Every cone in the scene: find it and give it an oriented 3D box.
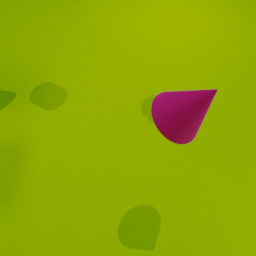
[{"bbox_3d":[1.114,-0.391,4.705,1.053,1.056,1.053,13,61,-26],"label":"cone"}]
